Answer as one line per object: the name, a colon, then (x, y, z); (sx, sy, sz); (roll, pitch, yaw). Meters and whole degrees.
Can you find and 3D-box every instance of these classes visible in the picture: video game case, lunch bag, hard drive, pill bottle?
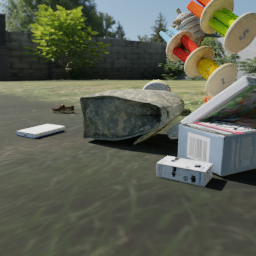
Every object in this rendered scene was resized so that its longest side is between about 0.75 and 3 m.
video game case: (2.739, -0.413, 7.319); (2.440, 0.296, 2.681); (-2, -25, -35)
lunch bag: (0.261, -0.408, 8.367); (2.591, 1.523, 2.125); (1, 11, 27)
hard drive: (-2.851, 0.090, 9.223); (0.857, 0.165, 1.299); (7, 14, 30)
pill bottle: (1.503, -1.721, 14.500); (1.503, 1.503, 2.701); (2, 12, 9)

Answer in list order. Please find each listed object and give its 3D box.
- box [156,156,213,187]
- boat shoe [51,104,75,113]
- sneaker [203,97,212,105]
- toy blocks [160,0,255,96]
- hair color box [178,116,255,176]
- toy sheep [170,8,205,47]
box: (1.106, 0.826, 5.502); (0.976, 0.293, 0.569); (7, 14, 31)
boat shoe: (-3.141, -0.950, 13.449); (1.176, 0.423, 0.424); (2, 12, 11)
sneaker: (3.936, -0.832, 12.359); (0.865, 0.819, 2.243); (2, 22, -10)
toy blocks: (1.912, -2.569, 7.602); (1.004, 2.304, 2.765); (-15, 49, -25)
hair color box: (2.758, 0.293, 6.598); (2.867, 0.869, 1.419); (-6, 13, -27)
toy sheep: (1.883, -3.152, 8.886); (1.005, 1.458, 1.005); (-26, 2, 1)
